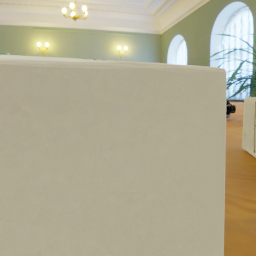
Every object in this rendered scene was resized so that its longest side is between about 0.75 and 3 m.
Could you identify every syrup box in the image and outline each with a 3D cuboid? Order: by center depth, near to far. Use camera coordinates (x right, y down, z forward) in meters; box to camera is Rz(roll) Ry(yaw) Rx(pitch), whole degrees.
[{"bbox_3d":[2.772,0.063,4.542,1.141,1.180,2.898,1,7,10],"label":"syrup box"}]

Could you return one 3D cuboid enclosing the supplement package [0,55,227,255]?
[{"bbox_3d":[-0.663,0.337,1.714,1.696,1.305,1.774,-3,6,-21],"label":"supplement package"}]

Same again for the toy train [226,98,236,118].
[{"bbox_3d":[3.773,-0.905,13.566,2.632,1.122,1.500,0,-3,0],"label":"toy train"}]
